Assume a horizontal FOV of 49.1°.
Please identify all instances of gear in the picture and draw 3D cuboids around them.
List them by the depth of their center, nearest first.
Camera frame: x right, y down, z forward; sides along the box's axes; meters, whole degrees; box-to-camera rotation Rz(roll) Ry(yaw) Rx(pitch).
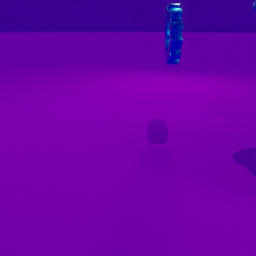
[{"bbox_3d":[1.218,-2.527,7.637,0.289,1.562,1.562,-1,21,1],"label":"gear"}]

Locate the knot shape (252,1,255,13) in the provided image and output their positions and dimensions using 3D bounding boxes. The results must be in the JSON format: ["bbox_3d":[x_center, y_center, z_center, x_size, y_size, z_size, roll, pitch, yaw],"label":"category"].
[{"bbox_3d":[3.364,-2.397,5.942,1.709,0.790,1.600,-29,38,4],"label":"knot shape"}]
